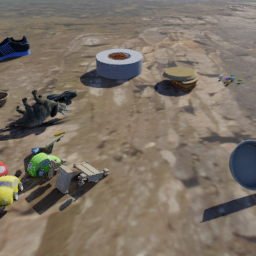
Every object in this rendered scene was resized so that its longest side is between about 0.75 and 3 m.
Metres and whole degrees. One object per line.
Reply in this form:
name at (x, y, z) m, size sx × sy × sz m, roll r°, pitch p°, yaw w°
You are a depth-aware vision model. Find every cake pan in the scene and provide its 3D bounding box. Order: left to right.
cake pan at (3.406, 1.031, 7.804) m, size 1.387 × 1.387 × 0.254 m, roll -11°, pitch -6°, yaw -16°

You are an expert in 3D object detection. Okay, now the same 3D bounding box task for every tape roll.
tape roll at (-0.474, -3.539, 15.294) m, size 2.545 × 0.841 × 2.545 m, roll 0°, pitch 34°, yaw 0°

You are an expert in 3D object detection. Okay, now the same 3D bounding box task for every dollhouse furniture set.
dollhouse furniture set at (-1.472, 1.391, 8.324) m, size 1.174 × 0.672 × 1.376 m, roll 28°, pitch 19°, yaw 34°

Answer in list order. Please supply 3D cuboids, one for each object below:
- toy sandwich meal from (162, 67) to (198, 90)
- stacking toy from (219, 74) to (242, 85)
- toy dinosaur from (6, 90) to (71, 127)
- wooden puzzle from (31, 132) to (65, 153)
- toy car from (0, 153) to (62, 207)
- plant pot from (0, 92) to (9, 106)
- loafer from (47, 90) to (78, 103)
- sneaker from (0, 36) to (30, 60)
toy sandwich meal at (2.621, -2.498, 13.956) m, size 1.893 × 0.648 × 1.893 m, roll -1°, pitch 30°, yaw 1°
stacking toy at (5.209, -2.480, 14.274) m, size 0.941 × 0.221 × 0.710 m, roll -10°, pitch 36°, yaw -18°
toy dinosaur at (-3.514, -0.609, 10.677) m, size 2.449 × 0.942 × 1.252 m, roll -32°, pitch 77°, yaw -21°
wooden puzzle at (-2.638, 0.493, 9.292) m, size 0.971 × 0.168 × 1.440 m, roll -10°, pitch 19°, yaw 46°
toy car at (-3.040, 1.178, 8.054) m, size 2.312 × 0.548 × 2.457 m, roll -18°, pitch 25°, yaw -35°
plant pot at (-5.588, -1.216, 12.146) m, size 0.847 × 0.391 × 0.847 m, roll 1°, pitch 33°, yaw 0°
loafer at (-2.869, -1.292, 12.299) m, size 1.362 × 0.489 × 0.428 m, roll -12°, pitch 53°, yaw -6°
sneaker at (-7.532, -4.921, 17.131) m, size 2.913 × 1.135 × 1.022 m, roll -19°, pitch 38°, yaw -27°
